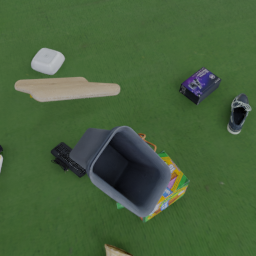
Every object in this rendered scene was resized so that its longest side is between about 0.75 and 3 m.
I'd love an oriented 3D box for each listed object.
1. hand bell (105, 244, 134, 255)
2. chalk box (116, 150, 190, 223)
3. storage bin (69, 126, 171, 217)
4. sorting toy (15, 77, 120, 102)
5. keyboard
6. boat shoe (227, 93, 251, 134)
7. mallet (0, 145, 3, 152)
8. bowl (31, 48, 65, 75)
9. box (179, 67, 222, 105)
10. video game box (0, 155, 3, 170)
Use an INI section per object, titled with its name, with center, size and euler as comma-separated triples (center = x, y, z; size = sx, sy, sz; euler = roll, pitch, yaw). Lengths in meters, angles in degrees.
[hand bell]
center = -0.604, 4.712, 8.600
size = 0.998, 0.998, 1.916
euler = 18, 73, 11
[chalk box]
center = 0.690, 2.166, 9.657
size = 2.337, 1.459, 1.448
euler = -31, 63, -16
[storage bin]
center = -0.261, 0.951, 7.805
size = 1.723, 2.566, 1.867
euler = 15, 66, 51
[sorting toy]
center = -1.978, -1.186, 8.793
size = 2.591, 0.511, 2.799
euler = -9, 19, -29
[keyboard]
center = -2.296, 1.247, 10.873
size = 1.745, 0.346, 0.908
euler = 34, 64, 20
[boat shoe]
center = 4.735, -0.736, 11.898
size = 0.792, 0.654, 2.115
euler = 24, 61, 14
[mallet]
center = -5.653, 0.509, 11.367
size = 0.549, 0.343, 1.668
euler = -28, 55, -30
[bowl]
center = -3.926, -3.320, 13.592
size = 1.358, 0.508, 1.360
euler = 19, 62, 12
[box]
center = 3.269, -1.919, 12.672
size = 1.554, 0.613, 1.097
euler = -38, 68, -21
[video game box]
center = -5.538, 1.730, 10.413
size = 1.388, 0.357, 1.523
euler = 3, 62, -6
